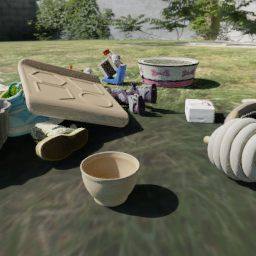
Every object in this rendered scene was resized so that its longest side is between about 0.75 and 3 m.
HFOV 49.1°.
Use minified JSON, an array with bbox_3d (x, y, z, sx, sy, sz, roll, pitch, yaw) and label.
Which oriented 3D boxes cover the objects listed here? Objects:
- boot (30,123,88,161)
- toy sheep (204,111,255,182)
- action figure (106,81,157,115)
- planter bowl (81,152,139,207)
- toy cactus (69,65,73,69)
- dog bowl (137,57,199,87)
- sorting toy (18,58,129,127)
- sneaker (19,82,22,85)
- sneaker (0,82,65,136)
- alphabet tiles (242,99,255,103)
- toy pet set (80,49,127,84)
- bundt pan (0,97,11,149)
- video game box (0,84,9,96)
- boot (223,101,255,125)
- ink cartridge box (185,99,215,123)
[{"bbox_3d":[-1.763,0.250,6.260,1.170,0.545,1.513,11,18,24],"label":"boot"},{"bbox_3d":[2.100,0.358,5.117,1.248,1.248,1.810,-10,10,-24],"label":"toy sheep"},{"bbox_3d":[-0.082,-1.133,9.545,1.552,0.828,2.386,-29,29,-30],"label":"action figure"},{"bbox_3d":[-0.287,0.859,4.540,0.926,0.623,0.926,1,21,0],"label":"planter bowl"},{"bbox_3d":[-3.065,-2.375,13.046,1.640,0.839,1.353,-28,22,-31],"label":"toy cactus"},{"bbox_3d":[1.869,-2.672,13.255,2.847,1.050,2.847,0,22,0],"label":"dog bowl"},{"bbox_3d":[-1.605,-0.949,7.781,2.627,0.518,2.838,8,29,-30],"label":"sorting toy"},{"bbox_3d":[-3.913,-1.667,11.367,0.561,0.517,1.402,9,23,18],"label":"sneaker"},{"bbox_3d":[-2.484,-0.655,7.518,0.798,1.310,2.006,14,26,36],"label":"sneaker"},{"bbox_3d":[4.544,-0.937,10.069,0.781,0.057,0.764,-2,21,-4],"label":"alphabet tiles"},{"bbox_3d":[-1.053,-2.348,12.531,2.355,1.251,2.199,-31,4,25],"label":"toy pet set"},{"bbox_3d":[-3.842,0.117,5.900,2.760,1.036,2.760,-1,20,0],"label":"bundt pan"},{"bbox_3d":[-5.336,-1.359,10.778,1.352,0.347,1.484,14,25,37],"label":"video game box"},{"bbox_3d":[3.662,0.084,6.174,2.678,0.980,2.017,-5,20,-29],"label":"boot"},{"bbox_3d":[2.152,-0.529,8.452,0.753,0.439,1.041,2,21,6],"label":"ink cartridge box"}]
